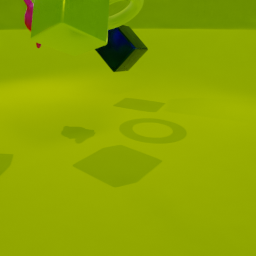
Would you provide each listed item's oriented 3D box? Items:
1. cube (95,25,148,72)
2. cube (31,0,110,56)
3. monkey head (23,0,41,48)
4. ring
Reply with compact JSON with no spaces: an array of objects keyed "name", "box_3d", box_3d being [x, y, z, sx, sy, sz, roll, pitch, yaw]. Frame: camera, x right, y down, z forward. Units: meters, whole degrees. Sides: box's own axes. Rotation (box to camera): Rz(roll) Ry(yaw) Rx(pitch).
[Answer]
[{"name":"cube","box_3d":[-0.260,-3.145,11.089,1.303,1.303,1.303,51,29,7]},{"name":"cube","box_3d":[-1.348,-2.625,6.608,1.294,1.294,1.294,-4,-10,43]},{"name":"monkey head","box_3d":[-2.633,-3.103,8.223,0.967,1.605,1.155,0,33,12]},{"name":"ring","box_3d":[-0.436,-3.639,8.592,1.959,0.392,1.959,-22,-5,-2]}]
